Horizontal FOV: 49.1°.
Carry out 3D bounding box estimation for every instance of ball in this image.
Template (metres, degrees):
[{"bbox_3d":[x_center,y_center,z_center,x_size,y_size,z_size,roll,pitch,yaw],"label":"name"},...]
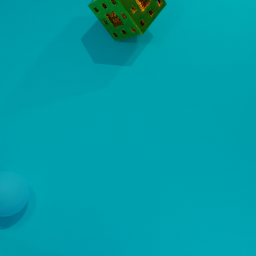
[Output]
[{"bbox_3d":[-2.697,1.451,6.200,0.969,0.969,0.969,0,68,0],"label":"ball"}]

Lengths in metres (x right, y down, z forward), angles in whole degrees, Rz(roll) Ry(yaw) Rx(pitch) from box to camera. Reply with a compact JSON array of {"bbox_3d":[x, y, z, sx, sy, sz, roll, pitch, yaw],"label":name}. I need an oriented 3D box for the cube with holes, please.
[{"bbox_3d":[-0.016,-3.408,7.739,1.285,1.285,1.285,9,59,52],"label":"cube with holes"}]
